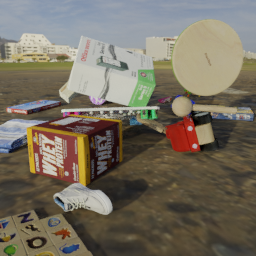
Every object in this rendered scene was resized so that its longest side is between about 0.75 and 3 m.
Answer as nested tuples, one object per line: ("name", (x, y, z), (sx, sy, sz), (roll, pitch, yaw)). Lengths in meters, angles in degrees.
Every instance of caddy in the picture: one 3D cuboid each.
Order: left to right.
("caddy", (2.597, -1.022, 13.332), (0.996, 0.740, 1.409), (28, 21, 12))

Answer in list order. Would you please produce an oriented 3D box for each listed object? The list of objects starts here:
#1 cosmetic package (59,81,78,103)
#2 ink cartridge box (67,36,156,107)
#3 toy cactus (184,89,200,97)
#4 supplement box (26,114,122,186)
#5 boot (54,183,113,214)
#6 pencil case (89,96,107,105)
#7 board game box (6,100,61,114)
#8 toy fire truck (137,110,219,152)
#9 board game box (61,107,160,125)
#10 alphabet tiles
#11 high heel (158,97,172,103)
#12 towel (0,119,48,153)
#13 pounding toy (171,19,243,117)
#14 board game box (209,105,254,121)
("cosmetic package", (-1.980, -1.626, 10.606), (1.312, 0.466, 0.690), (-49, 0, -18))
("ink cartridge box", (-0.537, -1.898, 9.598), (2.685, 1.128, 1.959), (14, 41, -13))
("toy cactus", (4.397, -2.335, 18.759), (1.232, 0.630, 1.016), (3, -3, 22))
("supplement box", (-1.265, 0.441, 7.009), (1.686, 1.135, 1.709), (8, 17, 27))
("boot", (-0.857, 1.373, 5.085), (0.590, 0.454, 1.234), (-22, 17, -39))
("pencil case", (-1.436, -2.141, 16.603), (1.121, 1.142, 2.671), (-6, 15, 11))
("board game box", (-4.805, -1.108, 14.495), (1.322, 0.250, 2.568), (8, 17, 23))
("toy fire truck", (1.457, 0.019, 8.701), (2.222, 1.430, 1.956), (-15, 8, 12))
("board game box", (-0.658, -0.339, 9.753), (2.955, 0.382, 2.955), (-2, -3, -7))
("alphabet tiles", (-1.584, 1.843, 3.872), (1.930, 0.073, 2.320), (-9, 17, -31))
("high heel", (2.196, -1.687, 16.511), (0.478, 0.336, 0.997), (21, 37, 29))
("towel", (-3.998, 0.178, 9.552), (2.140, 0.347, 2.913), (3, 16, 14))
("pounding toy", (2.159, -1.751, 8.348), (2.065, 2.676, 1.242), (-3, 14, -7))
("board game box", (4.544, -0.709, 12.804), (2.048, 0.354, 1.388), (5, 16, 16))
